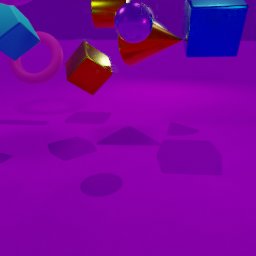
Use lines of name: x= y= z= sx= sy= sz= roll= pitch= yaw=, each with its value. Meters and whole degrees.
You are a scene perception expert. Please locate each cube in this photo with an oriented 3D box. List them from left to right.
cube: x=-2.947 y=-2.433 z=7.047 sx=0.880 sy=0.880 sz=0.880 roll=-35 pitch=-19 yaw=5
cube: x=-1.090 y=-1.638 z=7.703 sx=0.903 sy=0.903 sz=0.903 roll=29 pitch=30 yaw=-36
cube: x=2.193 y=-2.772 z=7.380 sx=1.332 sy=1.332 sz=1.332 roll=0 pitch=43 yaw=4

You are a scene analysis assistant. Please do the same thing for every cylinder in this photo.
cylinder: x=-0.624 y=-4.400 z=10.447 sx=1.278 sy=1.278 sz=1.278 roll=1 pitch=19 yaw=6

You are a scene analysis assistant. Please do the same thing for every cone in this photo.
cone: x=0.837 y=-2.624 z=8.310 sx=1.660 sy=1.654 sz=1.654 roll=12 pitch=23 yaw=30

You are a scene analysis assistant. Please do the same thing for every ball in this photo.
ball: x=0.122 y=-2.278 z=6.057 sx=0.839 sy=0.839 sz=0.839 roll=0 pitch=19 yaw=0

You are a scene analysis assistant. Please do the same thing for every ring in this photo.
ring: x=-3.195 y=-2.437 z=9.721 sx=1.912 sy=1.912 sz=0.382 roll=2 pitch=-9 yaw=5

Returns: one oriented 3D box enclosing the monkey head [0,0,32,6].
monkey head: x=-1.795 y=-2.426 z=4.181 sx=0.890 sy=1.063 sz=1.477 roll=-22 pitch=17 yaw=50
